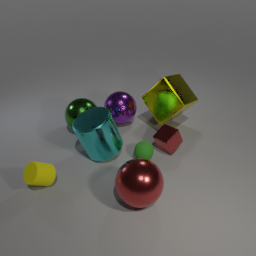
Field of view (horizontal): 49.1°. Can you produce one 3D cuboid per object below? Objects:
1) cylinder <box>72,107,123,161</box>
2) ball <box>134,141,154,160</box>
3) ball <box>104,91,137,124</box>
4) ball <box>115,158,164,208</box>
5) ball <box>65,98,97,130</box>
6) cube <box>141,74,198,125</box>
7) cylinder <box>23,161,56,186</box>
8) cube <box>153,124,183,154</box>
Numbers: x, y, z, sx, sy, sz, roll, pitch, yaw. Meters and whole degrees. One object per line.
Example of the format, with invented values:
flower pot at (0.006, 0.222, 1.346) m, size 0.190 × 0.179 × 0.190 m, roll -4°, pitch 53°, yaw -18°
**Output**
cylinder at (-1.038, 0.206, 9.861) m, size 1.400 × 1.400 × 1.400 m, roll -15°, pitch 36°, yaw 11°
ball at (0.567, 0.799, 9.893) m, size 0.700 × 0.700 × 0.700 m, roll 0°, pitch 32°, yaw 0°
ball at (-0.329, -0.860, 11.903) m, size 1.400 × 1.400 × 1.400 m, roll 0°, pitch 32°, yaw 0°
ball at (0.326, 1.566, 8.040) m, size 1.400 × 1.400 × 1.400 m, roll 0°, pitch 32°, yaw 0°
ball at (-1.849, -0.514, 11.343) m, size 1.400 × 1.400 × 1.400 m, roll 0°, pitch 32°, yaw 0°
cube at (1.709, -1.190, 11.422) m, size 1.400 × 1.400 × 1.400 m, roll -22°, pitch 75°, yaw -51°
cylinder at (-2.724, 1.417, 8.636) m, size 0.700 × 0.700 × 0.700 m, roll 29°, pitch 4°, yaw 37°
cube at (1.457, 0.397, 10.197) m, size 0.700 × 0.700 × 0.700 m, roll 25°, pitch 65°, yaw 43°
